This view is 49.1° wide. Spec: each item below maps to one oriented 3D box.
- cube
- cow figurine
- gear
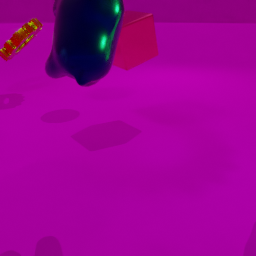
[{"bbox_3d":[-0.015,-2.256,7.137,1.070,1.070,1.070,-31,38,-22],"label":"cube"},{"bbox_3d":[-0.314,-1.326,3.105,0.940,1.713,1.685,13,-7,-29],"label":"cow figurine"},{"bbox_3d":[-3.703,-3.058,9.713,1.781,0.329,1.781,-39,20,17],"label":"gear"}]
